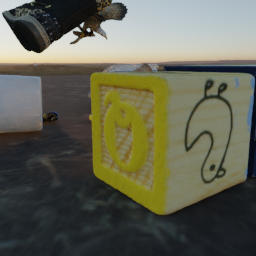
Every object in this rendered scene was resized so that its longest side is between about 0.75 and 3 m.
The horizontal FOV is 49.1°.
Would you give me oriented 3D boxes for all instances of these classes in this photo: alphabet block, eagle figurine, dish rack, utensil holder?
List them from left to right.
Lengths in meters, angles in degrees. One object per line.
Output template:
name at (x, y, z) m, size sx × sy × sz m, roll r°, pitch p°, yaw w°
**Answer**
utensil holder at (-3.234, -0.639, 7.351) m, size 1.860 × 1.581 × 1.581 m, roll -2°, pitch 13°, yaw -16°
eagle figurine at (-0.942, -3.224, 8.371) m, size 1.258 × 1.264 × 1.666 m, roll 21°, pitch -29°, yaw -24°
dish rack at (-0.118, -1.943, 13.022) m, size 2.992 × 0.651 × 2.568 m, roll -9°, pitch -21°, yaw -35°
alphabet block at (0.606, 0.004, 4.221) m, size 1.758 × 1.717 × 1.726 m, roll -10°, pitch 14°, yaw -36°

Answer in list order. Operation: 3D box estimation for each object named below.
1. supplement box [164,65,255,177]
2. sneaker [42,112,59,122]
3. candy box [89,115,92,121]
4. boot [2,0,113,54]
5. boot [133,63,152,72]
supplement box at (2.530, -0.435, 5.921) m, size 2.627 × 1.765 × 2.629 m, roll -7°, pitch 14°, yaw -27°
sneaker at (-2.610, -0.307, 8.784) m, size 0.909 × 0.322 × 0.377 m, roll -3°, pitch 20°, yaw 9°
candy box at (-0.685, -0.229, 8.622) m, size 0.703 × 0.182 × 1.376 m, roll -2°, pitch 13°, yaw -21°
boot at (-1.789, -2.817, 6.845) m, size 2.139 × 1.022 × 2.832 m, roll -38°, pitch 37°, yaw -13°
boot at (0.084, -1.321, 11.633) m, size 1.974 × 0.975 × 2.543 m, roll -44°, pitch -10°, yaw -21°
